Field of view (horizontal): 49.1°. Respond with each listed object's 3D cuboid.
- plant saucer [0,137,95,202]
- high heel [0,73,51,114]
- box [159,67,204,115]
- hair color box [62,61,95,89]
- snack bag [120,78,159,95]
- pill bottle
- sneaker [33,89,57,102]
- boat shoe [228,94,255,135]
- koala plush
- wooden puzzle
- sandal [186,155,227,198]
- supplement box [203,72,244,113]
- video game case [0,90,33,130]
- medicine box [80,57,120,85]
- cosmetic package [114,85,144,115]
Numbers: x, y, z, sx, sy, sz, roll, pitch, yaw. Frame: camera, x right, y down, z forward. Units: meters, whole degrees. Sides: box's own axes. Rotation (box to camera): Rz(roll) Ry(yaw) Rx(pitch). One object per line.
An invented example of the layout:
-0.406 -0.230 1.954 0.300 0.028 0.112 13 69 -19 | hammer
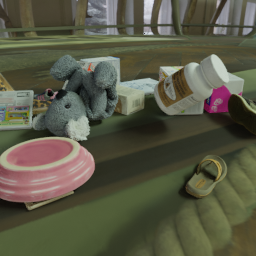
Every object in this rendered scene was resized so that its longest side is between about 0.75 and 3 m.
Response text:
-2.284 0.923 7.512 2.736 0.693 2.736 -2 21 1 | plant saucer
-4.594 -1.625 11.763 2.951 2.104 1.054 -3 -8 0 | high heel
2.384 -1.827 12.937 1.447 1.605 2.854 -1 22 -4 | box
-2.409 -2.173 13.417 1.029 2.027 0.621 12 -16 25 | hair color box
0.863 -2.318 15.763 2.566 0.275 2.420 -15 28 -29 | snack bag
2.278 -1.558 10.211 2.458 1.405 1.405 -28 3 38 | pill bottle
-3.785 -1.485 13.115 2.023 0.830 0.710 16 28 33 | sneaker
4.810 -0.536 10.896 0.896 0.974 2.725 3 27 -10 | boat shoe
-1.898 -0.736 10.195 2.554 2.647 2.880 13 48 23 | koala plush
-2.107 1.487 7.006 1.118 0.225 1.208 -16 28 -32 | wooden puzzle
2.114 1.145 7.417 0.779 0.524 1.939 15 28 31 | sandal
3.996 -1.904 13.279 1.506 1.474 2.913 -4 24 -10 | supplement box
-4.657 -0.689 10.841 1.851 0.204 1.685 -3 62 -7 | video game case
-1.459 -2.813 14.989 1.931 1.759 0.994 -14 26 -31 | medicine box
-0.555 -1.397 12.867 2.418 0.859 1.272 20 30 38 | cosmetic package
